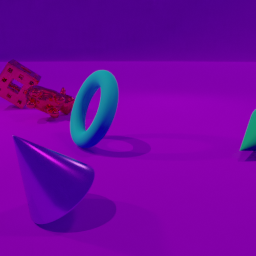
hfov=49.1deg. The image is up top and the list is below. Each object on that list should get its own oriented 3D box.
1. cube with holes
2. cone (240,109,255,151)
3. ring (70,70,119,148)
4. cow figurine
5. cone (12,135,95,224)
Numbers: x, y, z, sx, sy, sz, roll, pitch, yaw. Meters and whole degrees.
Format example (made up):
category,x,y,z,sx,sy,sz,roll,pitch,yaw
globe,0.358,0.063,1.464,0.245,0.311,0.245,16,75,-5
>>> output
category,x,y,z,sx,sy,sz,roll,pitch,yaw
cube with holes,-3.998,-1.612,10.130,1.176,1.176,1.176,32,8,-21
cone,2.381,0.203,5.162,0.962,0.958,0.958,-27,25,-24
ring,-0.724,-0.392,5.713,0.328,1.639,1.639,18,4,-32
cow figurine,-2.375,-0.859,8.519,1.576,0.865,1.551,20,11,-27
cone,-1.007,0.425,3.184,0.913,0.916,0.913,-27,25,14
